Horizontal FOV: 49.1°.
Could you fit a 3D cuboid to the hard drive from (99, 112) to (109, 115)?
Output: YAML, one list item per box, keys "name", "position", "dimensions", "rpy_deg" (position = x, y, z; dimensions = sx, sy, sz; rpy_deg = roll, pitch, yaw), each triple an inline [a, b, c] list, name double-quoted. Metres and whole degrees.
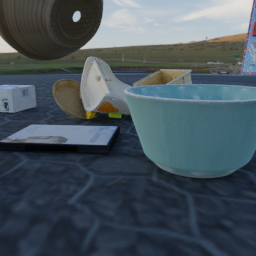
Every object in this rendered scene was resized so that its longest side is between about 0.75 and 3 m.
- name: "hard drive"
  position: [-0.790, -0.989, 12.239]
  dimensions: [1.635, 0.331, 2.479]
  rpy_deg: [-4, 13, -15]

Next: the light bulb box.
- name: "light bulb box"
  position: [-5.115, -1.293, 12.036]
  dimensions: [1.617, 1.009, 1.603]
  rpy_deg: [4, 14, 15]

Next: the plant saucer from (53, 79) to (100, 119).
- name: "plant saucer"
  position: [-1.915, -0.995, 10.362]
  dimensions: [1.953, 0.346, 1.953]
  rpy_deg: [25, 38, -21]

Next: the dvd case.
- name: "dvd case"
  position: [-1.645, 0.240, 7.277]
  dimensions: [2.691, 0.236, 1.920]
  rpy_deg: [1, 13, 5]

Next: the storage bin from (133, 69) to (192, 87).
- name: "storage bin"
  position: [1.743, -2.077, 14.196]
  dimensions: [2.220, 1.048, 2.236]
  rpy_deg: [-31, 27, -27]

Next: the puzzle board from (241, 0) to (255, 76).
- name: "puzzle board"
  position: [3.107, -1.971, 5.483]
  dimensions: [1.448, 1.921, 0.167]
  rpy_deg: [9, -1, 36]

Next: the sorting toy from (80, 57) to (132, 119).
- name: "sorting toy"
  position: [-0.340, -1.143, 10.492]
  dimensions: [2.506, 1.487, 2.783]
  rpy_deg: [11, 33, -29]

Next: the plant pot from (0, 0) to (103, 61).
- name: "plant pot"
  position: [-1.308, -2.334, 5.472]
  dimensions: [2.432, 2.432, 1.122]
  rpy_deg: [-14, 43, -45]

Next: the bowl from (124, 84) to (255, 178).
- name: "bowl"
  position: [1.362, -0.018, 5.576]
  dimensions: [2.909, 1.521, 2.909]
  rpy_deg: [0, 13, 0]
